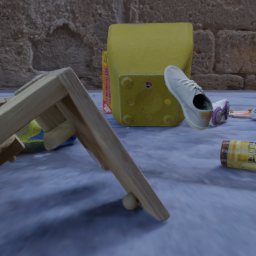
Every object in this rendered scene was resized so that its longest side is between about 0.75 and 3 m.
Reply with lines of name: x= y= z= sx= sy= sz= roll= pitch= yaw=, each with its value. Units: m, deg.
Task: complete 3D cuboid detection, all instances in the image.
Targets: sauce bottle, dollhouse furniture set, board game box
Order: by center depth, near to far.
dollhouse furniture set: x=-0.993 y=0.578 z=2.535 sx=1.739 sy=1.417 sz=1.654 roll=-40 pitch=22 yaw=-15
sauce bottle: x=1.796 y=0.375 z=3.578 sx=1.160 sy=0.383 sz=0.383 roll=3 pitch=10 yaw=25
board game box: x=0.484 y=-1.746 z=10.826 sx=2.235 sy=2.236 sz=2.234 roll=3 pitch=10 yaw=20

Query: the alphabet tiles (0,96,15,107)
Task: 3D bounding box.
alphabet tiles: x=-2.436 y=0.085 z=3.468 sx=2.374 sy=0.090 sz=1.985 roll=-22 pitch=6 yaw=8

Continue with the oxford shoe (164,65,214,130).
oxford shoe: x=1.257 y=-0.745 z=5.727 sx=0.652 sy=0.501 sz=1.734 roll=-3 pitch=51 yaw=-21

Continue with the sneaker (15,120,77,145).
sneaker: x=-1.470 y=-0.092 z=5.612 sx=1.231 sy=0.888 sz=2.344 roll=14 pitch=13 yaw=-4

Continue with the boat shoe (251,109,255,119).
boat shoe: x=4.323 y=-0.489 z=7.766 sx=0.801 sy=0.741 sz=2.169 roll=-2 pitch=9 yaw=-13

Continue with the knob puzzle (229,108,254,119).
knob puzzle: x=4.189 y=-0.523 z=9.545 sx=1.810 sy=0.251 sz=1.810 roll=0 pitch=9 yaw=0

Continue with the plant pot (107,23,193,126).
plant pot: x=0.578 y=-1.333 z=7.817 sx=2.481 sy=2.465 sz=2.538 roll=1 pitch=35 yaw=6

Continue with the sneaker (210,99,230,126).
sneaker: x=2.335 y=-0.482 z=7.955 sx=0.898 sy=0.675 sz=1.803 roll=6 pitch=11 yaw=33
